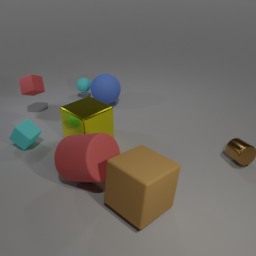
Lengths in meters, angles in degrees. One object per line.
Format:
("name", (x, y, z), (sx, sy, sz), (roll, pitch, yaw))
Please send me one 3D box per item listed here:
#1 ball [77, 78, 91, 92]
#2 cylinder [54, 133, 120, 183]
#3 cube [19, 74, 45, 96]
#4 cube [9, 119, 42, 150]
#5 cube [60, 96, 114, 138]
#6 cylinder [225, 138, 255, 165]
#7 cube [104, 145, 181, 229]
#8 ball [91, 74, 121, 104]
("ball", (-2.168, -2.104, 13.728), (0.700, 0.700, 0.700), (0, 31, 0))
("cylinder", (-1.179, 0.872, 8.226), (1.400, 1.400, 1.400), (-5, 23, 38))
("cube", (-4.073, -1.807, 11.881), (0.700, 0.700, 0.700), (-14, -4, 24))
("cube", (-3.712, 0.236, 10.169), (0.700, 0.700, 0.700), (40, 36, -3))
("cube", (-1.496, -0.168, 10.418), (1.400, 1.400, 1.400), (27, 40, 37))
("cylinder", (3.726, 0.774, 9.263), (0.700, 0.700, 0.700), (-9, 23, -15))
("cube", (0.354, 1.497, 7.492), (1.400, 1.400, 1.400), (26, 32, 37))
("ball", (-1.036, -1.826, 13.046), (1.400, 1.400, 1.400), (0, 31, 0))
